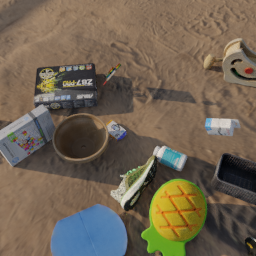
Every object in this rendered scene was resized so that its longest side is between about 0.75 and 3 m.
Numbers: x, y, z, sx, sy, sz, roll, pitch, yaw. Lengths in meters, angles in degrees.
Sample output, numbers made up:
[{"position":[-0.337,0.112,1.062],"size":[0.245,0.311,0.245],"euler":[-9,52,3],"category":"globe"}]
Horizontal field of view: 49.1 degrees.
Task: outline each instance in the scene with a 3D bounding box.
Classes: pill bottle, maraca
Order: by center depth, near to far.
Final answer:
[{"position":[1.328,2.596,8.017],"size":[1.582,1.234,2.307],"euler":[24,80,16],"category":"maraca"},{"position":[1.398,0.987,9.435],"size":[1.072,0.594,0.594],"euler":[23,59,15],"category":"pill bottle"}]

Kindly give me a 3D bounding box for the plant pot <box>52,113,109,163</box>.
[{"position":[-1.565,0.481,9.621],"size":[1.871,0.864,1.871],"euler":[0,56,1],"category":"plant pot"}]

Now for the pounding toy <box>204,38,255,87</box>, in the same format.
[{"position":[4.735,-2.917,11.479],"size":[2.921,1.670,1.676],"euler":[13,56,8],"category":"pounding toy"}]

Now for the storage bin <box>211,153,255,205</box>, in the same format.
[{"position":[3.591,1.612,8.918],"size":[1.591,0.746,1.076],"euler":[20,57,12],"category":"storage bin"}]

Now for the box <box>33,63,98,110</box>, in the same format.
[{"position":[-2.471,-1.672,11.274],"size":[2.411,0.592,1.943],"euler":[-4,58,-3],"category":"box"}]

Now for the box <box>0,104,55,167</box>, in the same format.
[{"position":[-3.381,0.258,9.393],"size":[1.916,1.494,0.395],"euler":[-36,61,-23],"category":"box"}]

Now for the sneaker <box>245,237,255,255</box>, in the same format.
[{"position":[3.523,3.764,7.544],"size":[0.697,0.542,1.549],"euler":[-16,59,-14],"category":"sneaker"}]

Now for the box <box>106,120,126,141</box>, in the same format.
[{"position":[-0.471,0.111,10.303],"size":[0.856,0.178,0.510],"euler":[37,63,20],"category":"box"}]

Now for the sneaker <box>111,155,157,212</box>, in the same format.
[{"position":[0.193,1.569,8.971],"size":[0.929,0.806,2.096],"euler":[25,58,27],"category":"sneaker"}]

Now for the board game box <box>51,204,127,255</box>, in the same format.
[{"position":[-1.108,3.219,8.025],"size":[2.121,0.413,1.676],"euler":[-19,56,-21],"category":"board game box"}]

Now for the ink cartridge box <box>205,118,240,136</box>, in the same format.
[{"position":[2.805,-0.022,8.295],"size":[0.905,0.525,0.307],"euler":[3,64,31],"category":"ink cartridge box"}]

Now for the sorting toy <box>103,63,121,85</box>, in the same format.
[{"position":[-0.633,-2.216,10.976],"size":[0.217,1.285,0.619],"euler":[39,43,-10],"category":"sorting toy"}]
